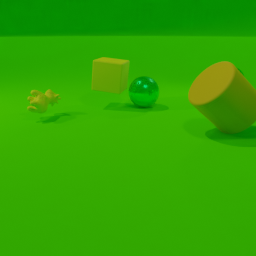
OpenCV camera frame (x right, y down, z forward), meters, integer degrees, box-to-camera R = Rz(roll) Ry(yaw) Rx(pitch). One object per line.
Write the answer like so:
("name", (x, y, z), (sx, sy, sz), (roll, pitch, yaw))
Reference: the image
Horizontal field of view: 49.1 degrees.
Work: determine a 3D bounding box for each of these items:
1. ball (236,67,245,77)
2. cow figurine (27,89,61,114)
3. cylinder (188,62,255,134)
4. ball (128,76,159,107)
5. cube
("ball", (3.008, -1.370, 8.409), (0.963, 0.963, 0.963), (0, 20, 0))
("cow figurine", (-2.532, -0.789, 8.542), (0.976, 0.544, 0.992), (17, 40, -32))
("cylinder", (2.457, -0.747, 7.089), (1.336, 1.336, 1.336), (37, 5, -25))
("ball", (0.547, -1.243, 9.655), (1.067, 1.067, 1.067), (0, 20, 0))
("cube", (-0.581, -1.799, 9.538), (1.005, 1.005, 1.005), (10, 21, 11))
